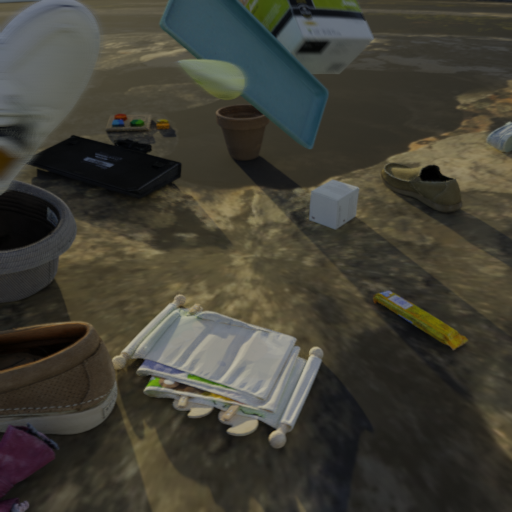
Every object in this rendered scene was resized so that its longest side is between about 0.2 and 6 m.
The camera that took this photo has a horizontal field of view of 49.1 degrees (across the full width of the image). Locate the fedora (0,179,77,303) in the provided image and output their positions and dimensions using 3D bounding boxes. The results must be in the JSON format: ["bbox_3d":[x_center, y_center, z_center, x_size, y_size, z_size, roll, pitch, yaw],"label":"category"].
[{"bbox_3d":[-4.072,-0.166,8.463,2.710,1.224,2.397,12,34,2],"label":"fedora"}]

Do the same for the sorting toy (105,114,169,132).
[{"bbox_3d":[-3.248,-3.721,15.483,1.691,0.226,1.260,-2,31,-4],"label":"sorting toy"}]

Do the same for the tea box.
[{"bbox_3d":[0.758,-3.582,8.469,1.411,1.388,0.943,-12,-12,-33],"label":"tea box"}]

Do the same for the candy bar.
[{"bbox_3d":[2.241,0.855,7.808,0.367,0.163,1.471,-17,34,-33],"label":"candy bar"}]

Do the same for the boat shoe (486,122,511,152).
[{"bbox_3d":[6.475,-3.127,14.067,1.853,0.646,0.660,-25,43,-31],"label":"boat shoe"}]

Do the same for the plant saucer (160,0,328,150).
[{"bbox_3d":[-0.053,-2.480,7.241,0.270,0.994,2.845,4,-18,46],"label":"plant saucer"}]

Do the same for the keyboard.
[{"bbox_3d":[-3.263,-2.075,12.550,3.438,0.441,2.064,19,42,27],"label":"keyboard"}]

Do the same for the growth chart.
[{"bbox_3d":[-0.484,1.317,6.964,2.606,0.231,1.886,17,35,25],"label":"growth chart"}]

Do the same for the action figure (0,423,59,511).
[{"bbox_3d":[-2.481,2.095,5.329,1.083,0.725,0.806,-50,16,-23],"label":"action figure"}]

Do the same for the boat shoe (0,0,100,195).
[{"bbox_3d":[-2.572,-1.410,5.863,2.795,0.991,0.976,-46,45,7],"label":"boat shoe"}]

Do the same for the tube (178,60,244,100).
[{"bbox_3d":[-0.352,-1.646,5.228,0.425,0.381,1.466,-17,14,6],"label":"tube"}]

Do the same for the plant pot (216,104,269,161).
[{"bbox_3d":[-0.312,-2.880,13.201,1.258,1.098,1.258,0,31,0],"label":"plant pot"}]

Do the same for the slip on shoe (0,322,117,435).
[{"bbox_3d":[-3.352,1.315,6.129,3.523,1.067,1.339,0,31,1],"label":"slip on shoe"}]

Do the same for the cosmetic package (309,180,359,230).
[{"bbox_3d":[1.448,-0.965,10.437,0.612,0.616,0.736,24,39,33],"label":"cosmetic package"}]

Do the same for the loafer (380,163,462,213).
[{"bbox_3d":[3.360,-1.546,11.345,0.779,0.690,2.048,-19,36,-29],"label":"loafer"}]
